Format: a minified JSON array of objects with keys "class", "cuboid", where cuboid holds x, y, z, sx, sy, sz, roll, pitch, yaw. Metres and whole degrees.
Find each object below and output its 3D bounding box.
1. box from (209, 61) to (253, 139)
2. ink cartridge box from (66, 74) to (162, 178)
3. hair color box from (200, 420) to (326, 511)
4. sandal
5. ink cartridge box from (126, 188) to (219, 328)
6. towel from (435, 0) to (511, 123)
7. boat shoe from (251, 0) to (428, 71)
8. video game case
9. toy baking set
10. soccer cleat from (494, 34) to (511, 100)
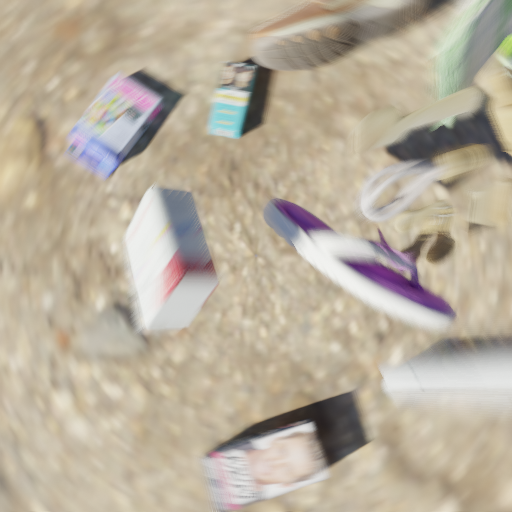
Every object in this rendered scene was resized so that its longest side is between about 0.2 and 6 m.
[{"class":"box","cuboid":[-0.408,-2.604,9.358,0.498,0.297,1.209,11,79,2]},{"class":"ink cartridge box","cuboid":[-2.385,-2.158,9.274,0.925,0.325,1.550,33,82,7]},{"class":"hair color box","cuboid":[0.097,3.042,8.120,1.652,0.500,0.826,-18,79,-3]},{"class":"sandal","cuboid":[1.175,-0.070,6.466,2.590,1.054,0.637,33,114,19]},{"class":"ink cartridge box","cuboid":[-0.963,0.020,6.190,0.523,0.920,1.262,2,53,-32]},{"class":"towel","cuboid":[2.722,-2.718,5.788,0.294,1.915,2.511,38,96,19]},{"class":"boat shoe","cuboid":[1.284,-4.005,9.279,3.127,1.184,1.123,-21,76,-13]},{"class":"video game case","cuboid":[2.469,1.141,6.201,1.501,1.648,0.189,-12,92,42]},{"class":"toy baking set","cuboid":[2.204,-0.889,6.166,2.201,2.867,0.334,-44,44,0]},{"class":"soccer cleat","cuboid":[4.320,-2.947,9.206,0.605,0.726,1.791,6,79,1]}]
